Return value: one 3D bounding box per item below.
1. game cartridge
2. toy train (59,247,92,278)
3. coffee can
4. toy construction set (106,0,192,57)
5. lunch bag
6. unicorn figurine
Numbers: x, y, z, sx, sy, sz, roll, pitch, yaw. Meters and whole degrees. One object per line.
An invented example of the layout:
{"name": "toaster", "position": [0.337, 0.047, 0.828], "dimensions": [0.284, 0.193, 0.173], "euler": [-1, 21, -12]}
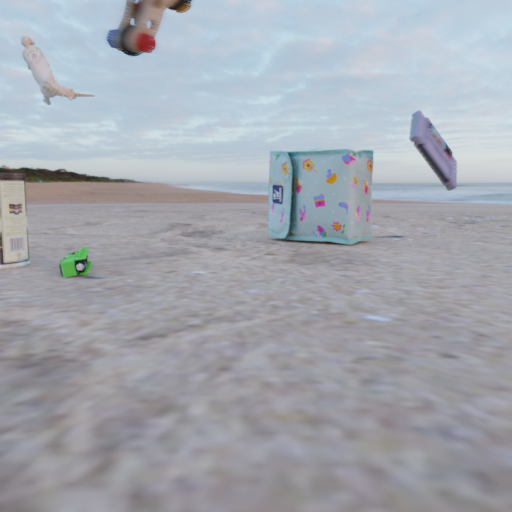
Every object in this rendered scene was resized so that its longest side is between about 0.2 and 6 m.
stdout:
{"name": "game cartridge", "position": [3.523, -2.089, 11.042], "dimensions": [0.281, 1.466, 0.950], "euler": [-22, 34, 41]}
{"name": "toy train", "position": [-2.479, 0.090, 7.687], "dimensions": [0.380, 0.281, 1.348], "euler": [-12, 9, -14]}
{"name": "coffee can", "position": [-3.843, -0.519, 8.126], "dimensions": [0.985, 1.346, 0.985], "euler": [0, 7, 0]}
{"name": "toy construction set", "position": [-1.159, -3.316, 6.299], "dimensions": [1.439, 1.562, 1.872], "euler": [-44, 26, -24]}
{"name": "lunch bag", "position": [1.218, -1.312, 11.997], "dimensions": [2.340, 1.994, 1.427], "euler": [7, 13, 32]}
{"name": "unicorn figurine", "position": [-2.797, -2.391, 7.536], "dimensions": [0.460, 1.245, 0.855], "euler": [-45, 14, -12]}
